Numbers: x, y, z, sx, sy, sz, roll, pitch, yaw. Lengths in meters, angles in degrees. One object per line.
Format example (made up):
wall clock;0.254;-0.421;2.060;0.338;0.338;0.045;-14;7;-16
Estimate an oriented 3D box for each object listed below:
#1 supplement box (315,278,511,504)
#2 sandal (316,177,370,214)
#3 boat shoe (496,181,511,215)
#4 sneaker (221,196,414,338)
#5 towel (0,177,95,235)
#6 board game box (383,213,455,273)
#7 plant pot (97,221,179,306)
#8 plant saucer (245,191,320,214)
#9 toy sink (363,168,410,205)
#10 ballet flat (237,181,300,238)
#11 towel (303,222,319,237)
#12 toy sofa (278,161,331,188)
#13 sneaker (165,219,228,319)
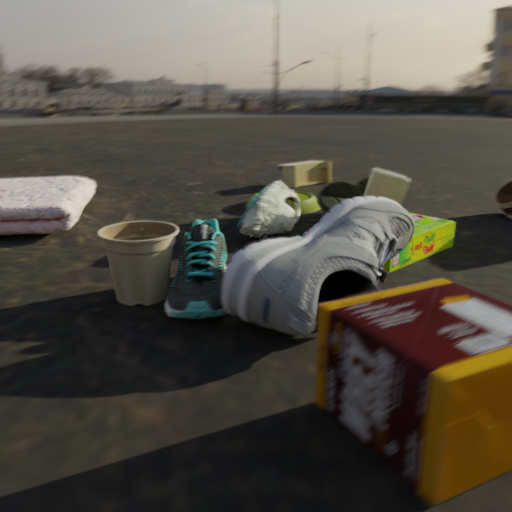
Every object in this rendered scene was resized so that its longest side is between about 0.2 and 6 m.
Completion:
supplement box;1.407;0.902;4.340;1.368;0.921;1.387;-9;19;-27
sandal;1.945;-1.112;11.476;1.995;0.792;0.569;-15;-15;-44
boat shoe;6.519;-1.209;10.907;3.297;1.220;1.218;-15;21;28
sneaker;1.076;0.220;6.698;3.114;1.163;1.277;-26;44;-38
towel;-5.174;-0.999;11.056;3.589;0.606;3.758;-4;18;-9
board game box;2.245;-0.261;8.894;1.904;0.453;0.967;-16;23;-42
plant pot;-1.429;0.108;6.964;0.976;0.894;0.976;0;17;0
plant saucer;0.596;-1.204;12.279;1.676;0.260;1.676;-1;17;0
toy sink;2.454;-1.256;10.663;0.687;1.054;0.590;16;44;6
ballet flat;0.389;-0.851;10.248;0.951;0.951;2.650;3;18;11
towel;1.530;-0.422;9.943;1.033;0.163;1.434;11;22;25
toy sofa;1.272;-2.162;14.806;1.426;0.590;0.696;-15;18;-40
sneaker;-0.712;0.099;6.901;0.804;0.945;2.073;-2;18;-4
